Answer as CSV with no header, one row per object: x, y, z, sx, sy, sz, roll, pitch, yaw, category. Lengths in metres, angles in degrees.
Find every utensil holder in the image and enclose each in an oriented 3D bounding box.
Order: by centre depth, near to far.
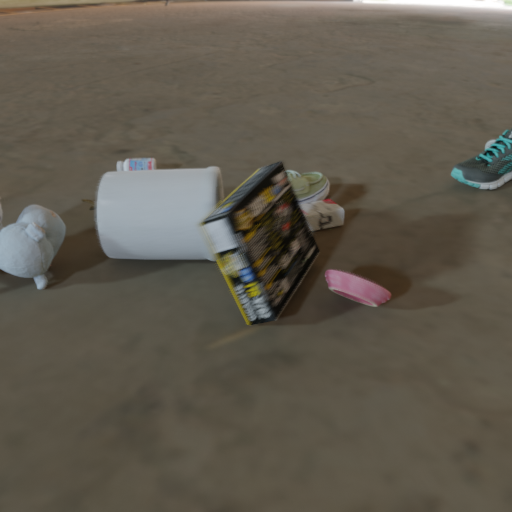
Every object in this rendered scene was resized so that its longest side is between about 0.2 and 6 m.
-1.638,-0.752,10.047,1.992,1.692,1.692,0,31,2,utensil holder

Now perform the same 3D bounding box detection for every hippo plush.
-4.319,-0.439,9.273,1.954,1.936,2.431,3,31,7,hippo plush

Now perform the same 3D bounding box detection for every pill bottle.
-2.857,-2.092,13.436,0.888,0.483,0.483,-3,31,-4,pill bottle

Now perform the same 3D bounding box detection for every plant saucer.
1.564,0.534,8.807,1.076,0.273,1.076,22,-6,3,plant saucer

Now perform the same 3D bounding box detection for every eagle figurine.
-3.026,-1.026,11.677,0.751,0.747,0.990,50,8,4,eagle figurine

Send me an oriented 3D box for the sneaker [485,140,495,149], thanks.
6.593,-2.693,14.399,1.378,0.541,0.547,20,40,11,sneaker

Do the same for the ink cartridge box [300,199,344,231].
1.243,-0.825,11.393,0.883,0.368,0.641,-12,29,-16,ink cartridge box

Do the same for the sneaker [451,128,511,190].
5.789,-2.396,13.165,2.806,1.280,1.089,-15,34,-22,sneaker

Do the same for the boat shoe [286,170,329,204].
0.664,-1.394,11.955,2.574,0.798,0.927,-27,40,-37,boat shoe

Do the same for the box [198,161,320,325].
0.162,-0.272,9.012,0.565,1.828,2.290,-15,21,32,box
